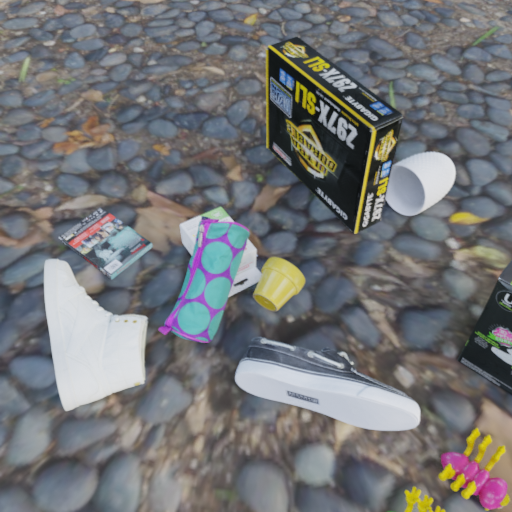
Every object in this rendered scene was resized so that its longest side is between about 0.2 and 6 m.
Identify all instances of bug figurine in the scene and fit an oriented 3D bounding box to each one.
[{"bbox_3d":[2.991,3.730,7.191,3.063,0.788,2.375,-35,52,-22],"label":"bug figurine"}]

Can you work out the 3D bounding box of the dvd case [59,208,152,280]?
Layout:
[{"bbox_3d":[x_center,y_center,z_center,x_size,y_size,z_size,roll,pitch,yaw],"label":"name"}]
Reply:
[{"bbox_3d":[-2.958,-0.275,11.010,1.507,0.166,1.100,31,56,23],"label":"dvd case"}]

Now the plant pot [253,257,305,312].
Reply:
[{"bbox_3d":[0.355,0.551,9.966,0.794,0.794,0.747,25,64,20],"label":"plant pot"}]

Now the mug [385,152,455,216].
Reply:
[{"bbox_3d":[3.323,-1.599,11.708,1.311,1.104,1.496,-29,24,-30],"label":"mug"}]

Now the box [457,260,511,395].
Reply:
[{"bbox_3d":[4.361,0.913,8.654,1.381,2.222,1.650,33,57,25],"label":"box"}]

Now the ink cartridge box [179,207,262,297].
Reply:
[{"bbox_3d":[-0.637,-0.089,10.611,0.965,0.555,1.648,-26,56,-21],"label":"ink cartridge box"}]

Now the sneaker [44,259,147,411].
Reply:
[{"bbox_3d":[-2.640,1.107,9.402,1.565,0.997,2.707,-14,60,-14],"label":"sneaker"}]

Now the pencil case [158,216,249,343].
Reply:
[{"bbox_3d":[-0.846,0.396,9.351,0.884,0.960,2.076,14,85,49],"label":"pencil case"}]

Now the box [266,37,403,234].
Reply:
[{"bbox_3d":[1.385,-2.449,11.305,0.815,2.637,3.303,-25,54,-21],"label":"box"}]

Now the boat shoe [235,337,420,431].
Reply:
[{"bbox_3d":[1.132,1.895,8.697,2.836,1.017,0.961,10,51,18],"label":"boat shoe"}]
